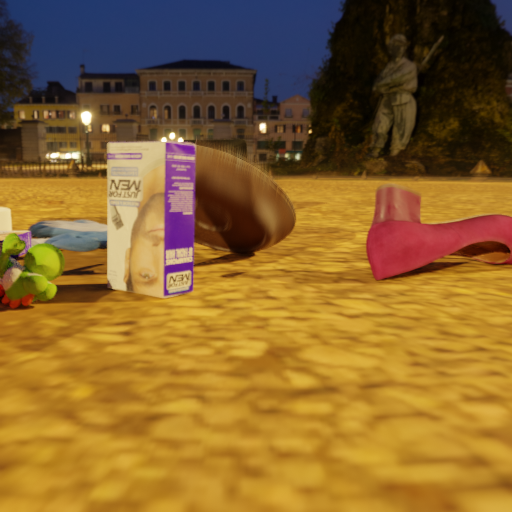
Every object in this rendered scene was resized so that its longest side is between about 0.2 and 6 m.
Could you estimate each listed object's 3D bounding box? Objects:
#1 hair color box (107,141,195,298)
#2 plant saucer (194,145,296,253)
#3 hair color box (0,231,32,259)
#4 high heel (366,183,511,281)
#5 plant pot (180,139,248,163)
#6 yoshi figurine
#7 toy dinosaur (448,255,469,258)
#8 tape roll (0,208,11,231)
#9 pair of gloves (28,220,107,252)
[{"bbox_3d":[-1.155,-0.413,6.110,0.887,1.623,0.526,6,10,34],"label":"hair color box"},{"bbox_3d":[-0.630,-0.675,8.056,2.402,0.385,2.402,16,-26,8],"label":"plant saucer"},{"bbox_3d":[-3.858,-0.142,8.301,0.622,0.369,1.137,1,12,0],"label":"hair color box"},{"bbox_3d":[2.628,0.047,7.281,2.686,1.291,0.905,14,-23,-11],"label":"high heel"},{"bbox_3d":[-1.371,-1.647,13.128,1.917,1.913,1.701,5,21,28],"label":"plant pot"},{"bbox_3d":[-2.474,0.118,5.874,1.319,0.738,0.741,10,7,34],"label":"yoshi figurine"},{"bbox_3d":[2.518,-0.115,8.319,1.680,0.508,0.892,8,20,-10],"label":"toy dinosaur"},{"bbox_3d":[-5.062,-0.471,9.447,1.733,0.606,1.733,0,10,0],"label":"tape roll"},{"bbox_3d":[-3.171,-0.421,10.071,2.207,0.313,2.745,-1,11,-6],"label":"pair of gloves"}]
